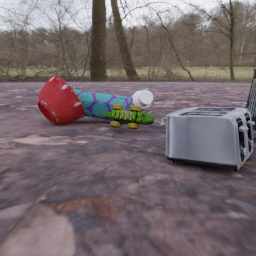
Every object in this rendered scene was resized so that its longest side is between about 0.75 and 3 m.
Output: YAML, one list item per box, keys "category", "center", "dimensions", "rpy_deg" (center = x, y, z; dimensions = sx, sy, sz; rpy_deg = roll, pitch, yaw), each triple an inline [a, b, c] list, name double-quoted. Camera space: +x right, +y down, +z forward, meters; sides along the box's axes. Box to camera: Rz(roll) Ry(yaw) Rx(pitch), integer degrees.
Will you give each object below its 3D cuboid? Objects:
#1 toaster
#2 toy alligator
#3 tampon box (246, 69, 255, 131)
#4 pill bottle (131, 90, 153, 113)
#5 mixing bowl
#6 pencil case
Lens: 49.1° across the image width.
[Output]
- category: "toaster"
  center: [1.475, 0.129, 5.179]
  dimensions: [1.515, 0.899, 1.370]
  rpy_deg: [3, 11, 34]
- category: "toy alligator"
  center: [0.207, -0.299, 7.605]
  dimensions: [1.909, 0.633, 0.459]
  rpy_deg: [5, -8, 13]
- category: "tampon box"
  center: [3.768, -0.484, 5.838]
  dimensions: [1.802, 1.518, 2.405]
  rpy_deg: [10, 7, 3]
- category: "pill bottle"
  center: [0.418, -0.946, 10.229]
  dimensions: [0.713, 0.713, 1.285]
  rpy_deg: [-4, -10, -21]
- category: "mixing bowl"
  center: [-2.222, -0.720, 8.745]
  dimensions: [0.882, 1.629, 1.629]
  rpy_deg: [-42, 32, -26]
- category: "pencil case"
  center: [-0.907, -0.733, 9.162]
  dimensions: [2.111, 0.898, 0.975]
  rpy_deg: [10, 14, 9]
